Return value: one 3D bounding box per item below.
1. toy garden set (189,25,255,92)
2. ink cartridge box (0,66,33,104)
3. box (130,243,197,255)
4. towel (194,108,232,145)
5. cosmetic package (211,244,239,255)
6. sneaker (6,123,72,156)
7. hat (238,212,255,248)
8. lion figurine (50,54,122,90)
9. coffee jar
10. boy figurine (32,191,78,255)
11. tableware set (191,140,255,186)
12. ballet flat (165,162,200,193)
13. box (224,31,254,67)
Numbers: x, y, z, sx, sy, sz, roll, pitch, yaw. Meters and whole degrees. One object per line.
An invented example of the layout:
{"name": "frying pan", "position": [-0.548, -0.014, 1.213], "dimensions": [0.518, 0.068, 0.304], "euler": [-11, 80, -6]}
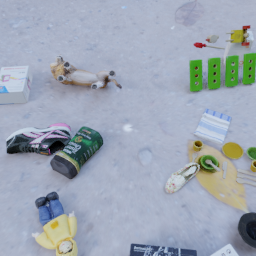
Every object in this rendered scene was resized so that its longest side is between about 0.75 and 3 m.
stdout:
{"name": "toy garden set", "position": [3.585, -2.694, 10.806], "dimensions": [2.653, 2.212, 0.529], "euler": [-8, 19, -7]}
{"name": "ink cartridge box", "position": [-4.363, -1.671, 10.734], "dimensions": [1.093, 0.640, 1.512], "euler": [-4, 49, -3]}
{"name": "box", "position": [0.747, 3.509, 6.323], "dimensions": [1.554, 0.809, 1.415], "euler": [4, 49, 4]}
{"name": "towel", "position": [2.968, -0.086, 9.736], "dimensions": [1.008, 0.163, 1.372], "euler": [22, 53, 16]}
{"name": "cosmetic package", "position": [2.471, 3.689, 6.067], "dimensions": [0.695, 0.990, 1.951], "euler": [-23, 53, -17]}
{"name": "sneaker", "position": [-2.779, 0.485, 8.839], "dimensions": [2.100, 0.844, 0.907], "euler": [-17, 53, -12]}
{"name": "hat", "position": [3.288, 2.701, 7.268], "dimensions": [1.042, 0.420, 1.042], "euler": [4, 54, -6]}
{"name": "lion figurine", "position": [-1.643, -1.955, 10.722], "dimensions": [2.945, 1.804, 1.067], "euler": [19, 95, -4]}
{"name": "coffee jar", "position": [-1.571, 0.754, 8.657], "dimensions": [0.878, 0.718, 1.684], "euler": [21, 53, 25]}
{"name": "boy figurine", "position": [-1.858, 2.623, 7.215], "dimensions": [1.172, 0.607, 1.885], "euler": [-19, 51, -19]}
{"name": "tableware set", "position": [3.108, 0.903, 8.794], "dimensions": [2.198, 0.337, 1.481], "euler": [14, 51, 13]}
{"name": "ballet flat", "position": [1.622, 1.415, 8.258], "dimensions": [1.311, 0.419, 0.496], "euler": [-38, 86, -25]}
{"name": "box", "position": [4.557, -3.286, 11.627], "dimensions": [0.825, 1.327, 0.647], "euler": [7, 51, 5]}
